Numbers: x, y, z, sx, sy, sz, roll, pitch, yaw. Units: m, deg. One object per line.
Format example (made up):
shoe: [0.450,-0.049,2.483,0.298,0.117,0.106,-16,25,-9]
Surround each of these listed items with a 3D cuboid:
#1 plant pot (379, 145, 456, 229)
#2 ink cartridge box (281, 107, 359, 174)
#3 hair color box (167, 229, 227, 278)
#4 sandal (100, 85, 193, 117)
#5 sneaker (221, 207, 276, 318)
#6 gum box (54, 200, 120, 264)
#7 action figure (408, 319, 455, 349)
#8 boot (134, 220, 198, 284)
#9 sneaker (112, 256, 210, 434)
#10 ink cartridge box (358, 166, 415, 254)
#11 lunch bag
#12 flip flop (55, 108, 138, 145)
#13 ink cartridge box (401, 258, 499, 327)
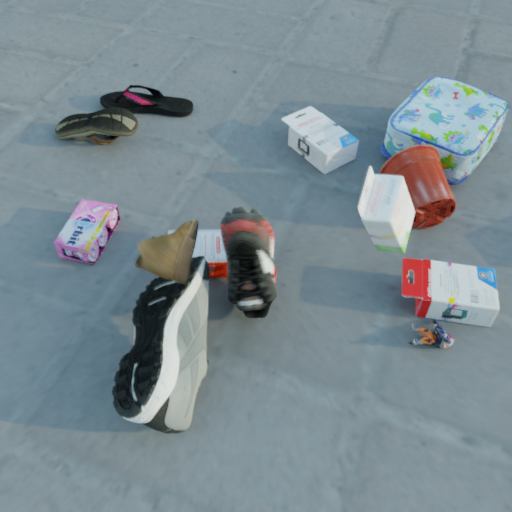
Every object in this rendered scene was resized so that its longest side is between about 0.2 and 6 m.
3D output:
plant pot: [3.262,-1.292,11.095,1.286,1.286,1.251,-11,58,-9]
ink cartridge box: [1.393,-2.641,12.657,0.952,0.548,1.644,-28,54,-23]
hair color box: [-0.811,-0.043,10.326,1.638,0.501,0.831,-1,52,-3]
sandal: [-2.695,-3.883,13.778,2.324,0.524,0.873,6,49,5]
sneaker: [-0.090,0.223,8.916,0.813,2.301,1.124,-3,54,5]
gum box: [-3.244,-0.454,10.790,0.750,0.437,1.321,10,49,9]
action figure: [2.936,1.342,9.353,0.717,0.388,0.741,13,22,3]
boot: [-1.295,-0.170,8.377,0.772,0.753,2.045,10,14,-2]
sneaker: [-1.262,1.299,8.761,1.137,1.220,3.076,-19,42,31]
ink cartridge box: [2.079,-0.711,8.836,0.484,1.437,0.842,9,70,29]
lunch bag: [4.172,-2.853,12.479,2.138,1.097,2.660,29,55,22]
flip flop: [-3.627,-2.884,12.906,2.149,0.619,0.871,-2,48,19]
ink cartridge box: [3.307,0.618,9.771,1.598,0.537,0.929,8,49,7]
